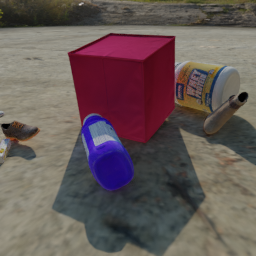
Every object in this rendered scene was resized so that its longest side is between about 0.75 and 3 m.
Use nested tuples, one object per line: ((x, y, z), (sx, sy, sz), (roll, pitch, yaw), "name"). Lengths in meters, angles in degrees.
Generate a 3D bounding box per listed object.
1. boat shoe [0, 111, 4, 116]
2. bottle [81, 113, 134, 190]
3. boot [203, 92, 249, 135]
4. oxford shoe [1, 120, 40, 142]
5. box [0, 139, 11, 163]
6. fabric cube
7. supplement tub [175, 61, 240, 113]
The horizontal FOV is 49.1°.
((-4.626, -0.530, 9.436), (0.844, 0.282, 0.310), (-8, 29, -32), "boat shoe")
((-0.604, 0.365, 6.617), (0.835, 1.068, 2.558), (-26, 27, -4), "bottle")
((2.864, -0.492, 8.129), (0.530, 1.103, 1.508), (44, 52, 2), "boot")
((-2.984, 0.056, 7.668), (1.312, 0.478, 0.468), (-4, 39, 27), "oxford shoe")
((-3.203, 0.576, 7.189), (0.191, 0.204, 0.986), (-6, 24, -9), "box")
((-0.048, -1.356, 8.461), (2.398, 2.390, 2.353), (13, 36, 27), "fabric cube")
((2.566, -1.479, 9.938), (2.283, 1.651, 1.651), (20, 31, 38), "supplement tub")
